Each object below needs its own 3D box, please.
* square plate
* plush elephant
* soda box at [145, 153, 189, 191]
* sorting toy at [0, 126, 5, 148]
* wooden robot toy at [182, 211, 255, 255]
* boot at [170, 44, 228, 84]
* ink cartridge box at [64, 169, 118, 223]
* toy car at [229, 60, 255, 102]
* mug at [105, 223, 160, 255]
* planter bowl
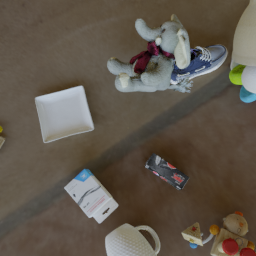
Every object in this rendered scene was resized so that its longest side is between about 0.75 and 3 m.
[{"bbox_3d":[-1.921,-0.421,8.489,1.530,0.218,1.516,-15,73,-5],"label":"square plate"},{"bbox_3d":[0.781,-2.019,7.424,2.478,2.041,1.919,7,116,-8],"label":"plush elephant"},{"bbox_3d":[1.081,1.226,7.858,1.211,0.384,0.429,34,75,10],"label":"soda box"},{"bbox_3d":[-3.990,0.362,8.292,0.719,0.129,0.965,21,73,11],"label":"sorting toy"},{"bbox_3d":[2.833,2.748,7.004,2.890,1.273,1.311,24,63,7],"label":"wooden robot toy"},{"bbox_3d":[2.249,-2.138,8.639,2.208,0.997,0.803,-31,74,-10],"label":"boot"},{"bbox_3d":[-0.960,1.823,7.472,0.761,0.438,1.314,-43,77,-5],"label":"ink cartridge box"},{"bbox_3d":[4.180,-1.461,8.121,2.299,2.012,1.724,-15,115,11],"label":"toy car"},{"bbox_3d":[0.184,3.032,6.999,1.446,1.068,1.268,-20,64,-34],"label":"mug"},{"bbox_3d":[3.752,-2.594,6.913,2.292,2.292,1.542,-15,115,-5],"label":"planter bowl"}]
